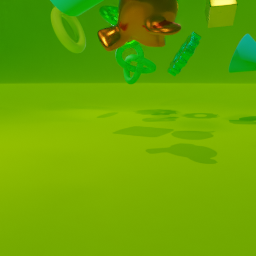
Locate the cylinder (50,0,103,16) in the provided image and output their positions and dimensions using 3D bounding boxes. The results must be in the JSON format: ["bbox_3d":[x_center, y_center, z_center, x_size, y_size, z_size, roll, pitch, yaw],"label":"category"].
[{"bbox_3d":[-1.062,-3.477,6.441,1.325,1.325,1.325,-13,1,36],"label":"cylinder"}]

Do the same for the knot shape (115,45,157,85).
[{"bbox_3d":[0.214,-2.891,12.090,1.850,1.731,0.855,-15,25,43],"label":"knot shape"}]

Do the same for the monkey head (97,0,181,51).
[{"bbox_3d":[0.113,-1.938,4.723,1.367,1.901,1.145,-25,-21,-8],"label":"monkey head"}]

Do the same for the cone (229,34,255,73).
[{"bbox_3d":[4.475,-2.306,9.635,1.417,1.412,1.412,30,23,25],"label":"cone"}]

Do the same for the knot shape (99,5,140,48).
[{"bbox_3d":[-0.194,-3.528,9.065,1.565,1.672,0.773,14,-11,-21],"label":"knot shape"}]

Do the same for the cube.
[{"bbox_3d":[2.745,-3.548,8.332,0.742,0.742,0.742,-3,-32,7],"label":"cube"}]

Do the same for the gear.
[{"bbox_3d":[2.125,-2.810,10.708,0.323,1.746,1.746,31,8,-7],"label":"gear"}]

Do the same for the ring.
[{"bbox_3d":[-2.189,-3.669,10.456,0.362,1.809,1.809,-19,2,23],"label":"ring"}]
